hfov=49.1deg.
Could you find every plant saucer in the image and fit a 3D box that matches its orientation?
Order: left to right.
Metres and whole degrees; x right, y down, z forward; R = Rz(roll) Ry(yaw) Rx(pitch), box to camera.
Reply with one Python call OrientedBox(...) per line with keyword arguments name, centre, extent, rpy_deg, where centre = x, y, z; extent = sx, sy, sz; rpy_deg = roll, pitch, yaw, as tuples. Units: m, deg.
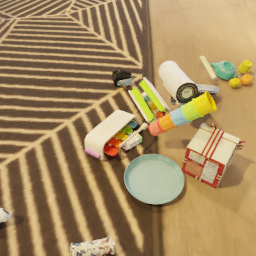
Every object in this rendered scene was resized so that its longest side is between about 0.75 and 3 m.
OrientedBox(name="plant saucer", centre=(0.884, 1.759, 9.611), extent=(2.032, 0.278, 2.032), rpy_deg=(0, 45, 0))

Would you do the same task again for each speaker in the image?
OrientedBox(name="speaker", centre=(1.802, -1.746, 10.387), extent=(0.849, 0.849, 2.091), rpy_deg=(-8, 34, -8))

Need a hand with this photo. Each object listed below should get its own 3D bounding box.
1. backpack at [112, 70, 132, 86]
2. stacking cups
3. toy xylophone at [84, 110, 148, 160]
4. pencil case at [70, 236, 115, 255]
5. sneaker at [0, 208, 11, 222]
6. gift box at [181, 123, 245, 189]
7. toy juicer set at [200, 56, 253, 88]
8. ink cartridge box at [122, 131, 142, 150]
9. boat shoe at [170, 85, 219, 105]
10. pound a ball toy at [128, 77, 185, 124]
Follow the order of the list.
OrientedBox(name="backpack", centre=(-0.266, -2.398, 13.542), extent=(0.941, 0.596, 0.785), rpy_deg=(-8, 58, -8))
OrientedBox(name="stacking cups", centre=(1.763, -0.437, 9.628), extent=(2.396, 0.725, 0.725), rpy_deg=(-25, 36, 30))
OrientedBox(name="toy xylophone", centre=(-0.427, 0.210, 10.732), extent=(2.591, 0.651, 1.897), rpy_deg=(-36, 44, -29))
OrientedBox(name="pencil case", centre=(-0.978, 3.358, 7.803), extent=(1.249, 0.558, 0.486), rpy_deg=(-7, 63, -8))
OrientedBox(name="sneaker", centre=(-4.354, 2.924, 8.171), extent=(1.669, 0.666, 1.086), rpy_deg=(1, 46, 1))
OrientedBox(name="gift box", centre=(2.913, 0.827, 9.590), extent=(1.564, 1.695, 1.583), rpy_deg=(28, 50, 19))
OrientedBox(name="toy juicer set", centre=(4.819, -2.639, 13.804), extent=(2.645, 0.720, 1.682), rpy_deg=(5, 60, -3))
OrientedBox(name="ink cartridge box", centre=(0.108, 0.489, 10.880), extent=(0.792, 0.266, 0.464), rpy_deg=(-29, 52, -26))
OrientedBox(name="boat shoe", centre=(2.917, -1.371, 12.130), extent=(1.095, 1.013, 2.965), rpy_deg=(11, 13, 42))
OrientedBox(name="pound a ball toy", centre=(1.293, -1.111, 11.729), extent=(1.634, 1.065, 2.506), rpy_deg=(-40, 48, 12))
